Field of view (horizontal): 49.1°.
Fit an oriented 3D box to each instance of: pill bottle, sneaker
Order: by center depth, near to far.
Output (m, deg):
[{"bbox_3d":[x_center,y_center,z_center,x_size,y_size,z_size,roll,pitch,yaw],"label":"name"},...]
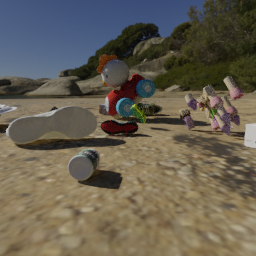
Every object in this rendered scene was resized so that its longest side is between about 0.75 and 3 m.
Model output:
[{"bbox_3d":[-0.739,0.609,4.908,0.427,0.427,0.755,1,7,6],"label":"pill bottle"},{"bbox_3d":[-2.275,-0.089,8.445,2.643,0.995,1.169,-6,1,-31],"label":"sneaker"},{"bbox_3d":[-0.290,0.034,9.447,1.266,0.502,0.604,5,-7,0],"label":"sneaker"},{"bbox_3d":[0.415,-0.545,11.118,0.378,0.904,0.335,-20,27,31],"label":"sneaker"},{"bbox_3d":[1.081,-1.144,16.465,2.227,0.747,1.000,-2,3,-40],"label":"sneaker"}]

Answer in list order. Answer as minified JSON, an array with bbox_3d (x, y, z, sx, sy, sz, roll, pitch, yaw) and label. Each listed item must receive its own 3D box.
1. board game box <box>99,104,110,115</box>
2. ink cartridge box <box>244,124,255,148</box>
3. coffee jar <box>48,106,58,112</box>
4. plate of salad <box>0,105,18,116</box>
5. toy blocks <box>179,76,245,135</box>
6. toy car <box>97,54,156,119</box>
[{"bbox_3d":[-1.144,-1.143,16.990,0.931,0.566,1.168,6,9,10],"label":"board game box"},{"bbox_3d":[3.919,0.202,7.229,1.431,0.614,1.048,-3,8,-27],"label":"ink cartridge box"},{"bbox_3d":[-3.545,-0.684,13.182,0.797,0.416,0.340,-27,24,46],"label":"coffee jar"},{"bbox_3d":[-5.927,-0.379,11.217,2.937,0.705,2.937,-9,13,2],"label":"plate of salad"},{"bbox_3d":[2.955,-0.365,9.511,1.964,1.653,1.835,-23,-24,4],"label":"toy blocks"},{"bbox_3d":[-0.603,-2.286,14.266,2.627,2.970,2.738,-44,15,-9],"label":"toy car"}]
